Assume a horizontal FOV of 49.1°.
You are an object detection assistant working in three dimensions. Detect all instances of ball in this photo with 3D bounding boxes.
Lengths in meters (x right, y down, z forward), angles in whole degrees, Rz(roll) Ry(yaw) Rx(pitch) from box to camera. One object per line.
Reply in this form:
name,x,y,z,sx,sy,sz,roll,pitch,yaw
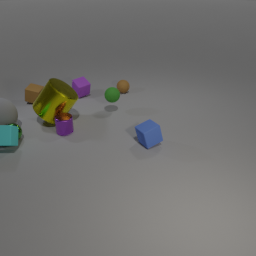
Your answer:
ball,-4.389,0.165,10.642,0.700,0.700,0.700,0,28,0
ball,-0.262,-2.245,15.065,0.700,0.700,0.700,0,28,0
ball,-0.711,-1.493,12.629,0.700,0.700,0.700,0,28,0
ball,-5.133,-0.504,11.155,1.400,1.400,1.400,0,28,0

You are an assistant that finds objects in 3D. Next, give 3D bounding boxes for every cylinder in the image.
cylinder,-3.036,-1.126,11.745,1.400,1.400,1.400,35,20,-15
cylinder,-2.547,-0.156,11.191,0.700,0.700,0.700,1,33,-1

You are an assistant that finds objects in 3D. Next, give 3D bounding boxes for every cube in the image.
cube,0.771,0.209,10.352,0.700,0.700,0.700,-27,32,-16
cube,-4.368,0.279,9.934,0.700,0.700,0.700,0,-4,-1
cube,-4.614,-1.692,13.821,0.700,0.700,0.700,14,35,-1
cube,-2.425,-2.118,14.480,0.700,0.700,0.700,-26,59,-31
